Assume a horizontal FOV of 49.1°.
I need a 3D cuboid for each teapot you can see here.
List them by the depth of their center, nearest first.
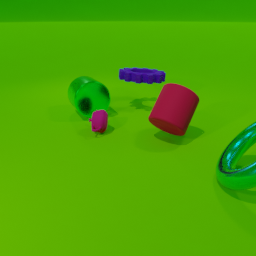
[{"bbox_3d":[-0.836,-0.219,7.907,0.518,0.658,1.058,5,36,3],"label":"teapot"}]

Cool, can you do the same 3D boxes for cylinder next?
[{"bbox_3d":[1.197,-0.472,7.336,1.035,1.035,1.035,25,-12,5],"label":"cylinder"},{"bbox_3d":[-1.288,-1.036,9.124,1.158,1.158,1.158,-9,21,-21],"label":"cylinder"}]

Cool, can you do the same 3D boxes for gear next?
[{"bbox_3d":[0.478,-1.804,9.572,1.572,0.291,1.572,3,20,-1],"label":"gear"}]

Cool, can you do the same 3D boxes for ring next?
[{"bbox_3d":[2.459,0.421,5.345,0.377,1.884,1.884,44,27,-4],"label":"ring"}]
